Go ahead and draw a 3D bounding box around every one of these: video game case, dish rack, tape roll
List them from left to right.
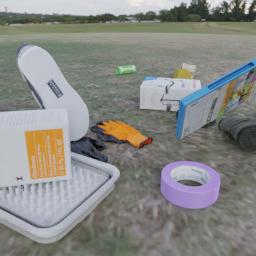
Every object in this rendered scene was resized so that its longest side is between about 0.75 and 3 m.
[{"bbox_3d":[-1.861,1.287,6.033,2.864,0.624,2.458,13,26,28],"label":"dish rack"},{"bbox_3d":[1.399,1.250,6.365,1.295,0.425,1.295,0,24,0],"label":"tape roll"},{"bbox_3d":[2.704,-0.873,7.996,2.934,2.100,0.261,-29,64,-8],"label":"video game case"}]

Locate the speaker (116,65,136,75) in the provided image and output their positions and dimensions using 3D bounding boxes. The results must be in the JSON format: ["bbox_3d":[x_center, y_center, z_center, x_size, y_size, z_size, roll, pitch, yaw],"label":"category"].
[{"bbox_3d":[-0.123,-3.650,17.560,1.216,0.538,0.538,-14,27,-29],"label":"speaker"}]

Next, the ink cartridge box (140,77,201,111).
[{"bbox_3d":[1.822,-1.445,11.828,2.412,1.017,1.761,4,24,10],"label":"ink cartridge box"}]

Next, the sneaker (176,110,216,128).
[{"bbox_3d":[2.502,-0.453,10.087,0.644,0.590,1.512,-20,30,-38],"label":"sneaker"}]

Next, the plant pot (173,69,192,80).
[{"bbox_3d":[2.855,-2.656,14.793,0.874,0.894,0.868,-4,24,-7],"label":"plant pot"}]

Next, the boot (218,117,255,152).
[{"bbox_3d":[4.443,0.007,8.695,2.845,0.963,1.859,1,18,-1],"label":"boot"}]

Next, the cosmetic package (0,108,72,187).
[{"bbox_3d":[-2.495,0.416,5.663,2.594,1.316,0.924,-5,25,-13],"label":"cosmetic package"}]

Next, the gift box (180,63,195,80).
[{"bbox_3d":[3.410,-3.269,16.341,0.871,0.861,0.933,12,21,6],"label":"gift box"}]

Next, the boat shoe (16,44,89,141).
[{"bbox_3d":[-2.001,-0.891,7.453,1.034,2.881,0.977,-39,39,-13],"label":"boat shoe"}]

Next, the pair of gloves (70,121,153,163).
[{"bbox_3d":[-0.837,0.350,8.583,2.611,0.323,2.326,-22,32,-40],"label":"pair of gloves"}]
